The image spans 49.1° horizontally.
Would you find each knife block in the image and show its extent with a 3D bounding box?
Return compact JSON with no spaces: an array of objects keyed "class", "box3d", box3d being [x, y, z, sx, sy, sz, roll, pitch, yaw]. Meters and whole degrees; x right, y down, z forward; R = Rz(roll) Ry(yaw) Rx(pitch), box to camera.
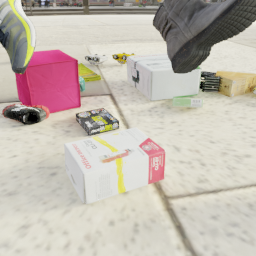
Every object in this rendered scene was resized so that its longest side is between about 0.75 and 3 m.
[{"class":"knife block","box3d":[3.843,-1.905,11.226,2.137,0.684,1.876,-14,31,-23]}]

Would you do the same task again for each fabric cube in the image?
[{"class":"fabric cube","box3d":[-2.725,-1.567,9.429,1.702,1.735,1.729,-16,32,-30]}]

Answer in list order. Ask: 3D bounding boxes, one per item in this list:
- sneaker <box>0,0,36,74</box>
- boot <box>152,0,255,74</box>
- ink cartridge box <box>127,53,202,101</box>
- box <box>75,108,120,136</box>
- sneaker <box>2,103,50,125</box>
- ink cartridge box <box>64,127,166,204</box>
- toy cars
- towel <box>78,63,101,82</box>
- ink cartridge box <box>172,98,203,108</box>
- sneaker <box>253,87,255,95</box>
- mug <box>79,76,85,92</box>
[{"class":"sneaker","box3d":[-2.865,-2.360,6.154,1.105,1.009,2.730,-11,69,-42]},{"class":"boot","box3d":[1.564,-2.591,6.014,0.943,2.702,1.779,-2,66,-41]},{"class":"ink cartridge box","box3d":[1.286,-2.125,11.127,2.018,1.144,2.753,-8,27,-15]},{"class":"box","box3d":[-0.921,-0.213,8.325,0.945,0.261,1.180,-13,29,-25]},{"class":"sneaker","box3d":[-3.148,-0.406,8.425,1.450,0.512,0.708,3,25,3]},{"class":"ink cartridge box","box3d":[-0.303,0.711,5.919,1.792,0.747,1.301,-13,29,-25]},{"class":"toy cars","box3d":[-0.929,-3.545,14.686,2.796,0.619,1.253,-1,23,5]},{"class":"towel","box3d":[-2.288,-2.665,13.271,1.182,0.248,2.747,-12,28,-24]},{"class":"ink cartridge box","box3d":[1.994,-0.859,9.610,0.945,0.311,1.299,3,2,5]},{"class":"sneaker","box3d":[5.348,-1.258,10.200,0.591,0.583,1.547,-31,29,-35]},{"class":"mug","box3d":[-2.005,-1.774,11.170,0.836,0.517,0.687,7,27,13]}]
